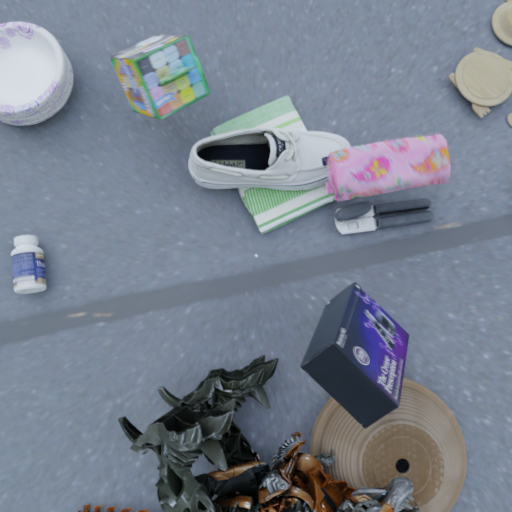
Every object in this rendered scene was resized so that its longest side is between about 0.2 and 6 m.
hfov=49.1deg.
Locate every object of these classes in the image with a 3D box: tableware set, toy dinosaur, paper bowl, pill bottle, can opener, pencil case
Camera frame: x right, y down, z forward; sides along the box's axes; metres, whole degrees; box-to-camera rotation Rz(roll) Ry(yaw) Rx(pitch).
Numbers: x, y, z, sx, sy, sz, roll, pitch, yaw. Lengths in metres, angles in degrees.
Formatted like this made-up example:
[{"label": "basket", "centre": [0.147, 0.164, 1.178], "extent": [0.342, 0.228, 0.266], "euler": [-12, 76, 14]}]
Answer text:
[{"label": "tableware set", "centre": [5.197, -3.519, 10.512], "extent": [2.438, 0.339, 2.919], "euler": [36, 81, 4]}, {"label": "toy dinosaur", "centre": [-0.390, 3.667, 8.130], "extent": [5.205, 2.659, 3.533], "euler": [-15, 94, -3]}, {"label": "paper bowl", "centre": [-4.224, -3.216, 10.146], "extent": [1.770, 0.921, 1.770], "euler": [0, 80, 0]}, {"label": "pill bottle", "centre": [-3.958, 0.148, 9.727], "extent": [0.528, 0.528, 0.951], "euler": [-9, 79, -2]}, {"label": "can opener", "centre": [2.265, -0.734, 9.874], "extent": [1.783, 0.596, 0.475], "euler": [-8, 80, -1]}, {"label": "pencil case", "centre": [2.120, -1.426, 9.146], "extent": [1.983, 0.867, 0.867], "euler": [-10, 80, 3]}]

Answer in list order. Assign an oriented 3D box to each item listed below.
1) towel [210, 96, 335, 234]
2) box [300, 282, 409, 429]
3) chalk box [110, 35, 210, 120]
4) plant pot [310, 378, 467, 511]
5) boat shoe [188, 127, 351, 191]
[{"label": "towel", "centre": [0.319, -1.671, 10.230], "extent": [1.675, 0.257, 2.197], "euler": [-25, 79, -6]}, {"label": "box", "centre": [1.438, 1.313, 7.838], "extent": [1.225, 1.736, 0.684], "euler": [42, 121, -3]}, {"label": "chalk box", "centre": [-1.452, -2.831, 8.845], "extent": [0.996, 1.600, 0.991], "euler": [-32, 123, -17]}, {"label": "plant pot", "centre": [2.170, 3.213, 8.885], "extent": [2.573, 1.187, 2.573], "euler": [0, 79, 1]}, {"label": "boat shoe", "centre": [0.290, -1.748, 9.570], "extent": [2.894, 0.951, 1.041], "euler": [-1, 78, -6]}]
